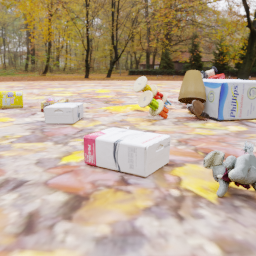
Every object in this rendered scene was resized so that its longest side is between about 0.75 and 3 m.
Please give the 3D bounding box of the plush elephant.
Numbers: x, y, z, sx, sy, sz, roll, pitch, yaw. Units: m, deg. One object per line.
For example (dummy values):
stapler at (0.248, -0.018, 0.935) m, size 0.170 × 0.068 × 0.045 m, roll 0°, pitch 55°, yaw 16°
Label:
plush elephant at (1.622, 0.734, 4.356) m, size 0.834 × 0.784 × 1.013 m, roll 36°, pitch 42°, yaw -18°

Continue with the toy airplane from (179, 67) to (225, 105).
toy airplane at (4.036, -1.774, 14.624) m, size 2.549 × 1.799 × 2.538 m, roll -33°, pitch -12°, yaw 20°

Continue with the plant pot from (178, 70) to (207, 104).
plant pot at (2.578, -1.653, 11.190) m, size 1.115 × 1.196 × 1.115 m, roll 4°, pitch -9°, yaw 1°

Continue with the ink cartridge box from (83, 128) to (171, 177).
ink cartridge box at (-0.008, 0.446, 5.807) m, size 1.488 × 0.628 × 1.077 m, roll 8°, pitch 14°, yaw 32°

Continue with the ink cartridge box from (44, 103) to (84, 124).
ink cartridge box at (-2.412, -0.591, 10.714) m, size 1.096 × 0.643 × 1.497 m, roll 0°, pitch 13°, yaw 5°

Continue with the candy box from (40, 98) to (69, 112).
candy box at (-3.530, -1.136, 13.690) m, size 1.031 × 0.499 × 1.767 m, roll 0°, pitch 13°, yaw -2°

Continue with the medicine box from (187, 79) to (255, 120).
medicine box at (4.418, -1.300, 11.935) m, size 2.896 × 1.491 × 2.638 m, roll -3°, pitch 12°, yaw -15°

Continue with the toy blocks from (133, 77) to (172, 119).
toy blocks at (1.211, -1.021, 11.377) m, size 1.985 × 0.721 × 1.654 m, roll 30°, pitch 32°, yaw -38°

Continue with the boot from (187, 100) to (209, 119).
boot at (2.602, -0.726, 10.833) m, size 1.157 × 0.407 × 0.846 m, roll 43°, pitch -8°, yaw -29°

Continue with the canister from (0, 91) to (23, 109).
canister at (-5.971, -1.434, 14.175) m, size 1.221 × 0.907 × 0.529 m, roll -3°, pitch 12°, yaw -23°
